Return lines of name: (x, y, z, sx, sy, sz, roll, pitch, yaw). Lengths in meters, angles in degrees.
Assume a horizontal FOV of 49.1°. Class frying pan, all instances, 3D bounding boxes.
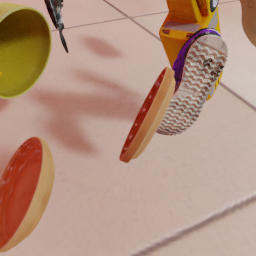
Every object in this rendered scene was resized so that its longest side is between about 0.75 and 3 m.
frying pan: (-2.112, -3.354, 8.170, 0.362, 1.346, 2.225, -23, 55, -13)

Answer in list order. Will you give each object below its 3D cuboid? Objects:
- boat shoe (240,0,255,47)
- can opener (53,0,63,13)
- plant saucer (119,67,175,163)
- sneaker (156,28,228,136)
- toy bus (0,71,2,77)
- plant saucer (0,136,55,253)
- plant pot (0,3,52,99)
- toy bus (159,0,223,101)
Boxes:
boat shoe: (2.923, -2.831, 6.300, 0.682, 2.180, 0.776, -33, 13, -23)
can opener: (-1.708, -3.080, 6.725, 0.275, 0.821, 0.219, 29, 75, -3)
plant saucer: (0.259, -0.142, 3.537, 0.210, 1.300, 1.300, 26, 43, -3)
sneaker: (1.104, -0.867, 5.348, 0.782, 2.250, 1.119, 21, 38, -9)
toy bus: (-2.518, -0.627, 4.421, 1.068, 0.348, 0.418, -45, 71, 2)
plant saucer: (-1.451, 0.879, 3.850, 0.293, 1.564, 1.564, 29, 28, -34)
plant pot: (-3.233, -2.078, 6.882, 1.612, 2.271, 2.271, 27, 47, 13)
toy bus: (1.430, -1.814, 6.132, 0.925, 2.841, 1.112, 22, 75, 30)
